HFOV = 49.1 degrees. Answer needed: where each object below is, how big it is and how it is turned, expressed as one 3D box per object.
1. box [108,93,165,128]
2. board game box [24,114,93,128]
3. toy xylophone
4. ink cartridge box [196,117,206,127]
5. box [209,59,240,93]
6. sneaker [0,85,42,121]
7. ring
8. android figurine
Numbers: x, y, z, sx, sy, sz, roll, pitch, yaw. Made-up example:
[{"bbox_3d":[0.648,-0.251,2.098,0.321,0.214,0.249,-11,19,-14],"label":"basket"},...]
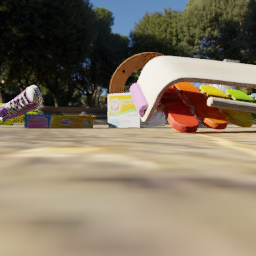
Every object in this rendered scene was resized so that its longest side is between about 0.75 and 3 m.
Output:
[{"bbox_3d":[0.294,-0.478,7.992,1.018,0.917,1.809,0,2,27],"label":"box"},{"bbox_3d":[-1.881,-0.170,7.626,1.702,0.343,1.302,0,1,-17],"label":"board game box"},{"bbox_3d":[1.354,-0.380,3.720,2.611,0.656,1.912,7,28,-4],"label":"toy xylophone"},{"bbox_3d":[2.196,-0.122,8.708,1.039,0.307,1.299,-1,-7,-24],"label":"ink cartridge box"},{"bbox_3d":[2.844,-1.049,8.583,0.448,1.469,1.855,8,-8,4],"label":"box"},{"bbox_3d":[-2.605,-0.496,6.580,1.420,0.515,0.810,-27,4,44],"label":"sneaker"},{"bbox_3d":[0.732,-1.384,10.296,2.810,2.810,0.270,0,27,-4],"label":"ring"},{"bbox_3d":[-3.916,-0.470,8.665,2.171,0.446,1.976,5,11,-21],"label":"android figurine"}]
